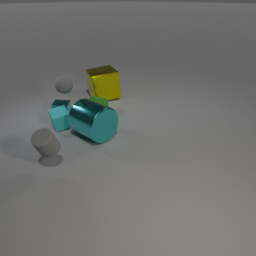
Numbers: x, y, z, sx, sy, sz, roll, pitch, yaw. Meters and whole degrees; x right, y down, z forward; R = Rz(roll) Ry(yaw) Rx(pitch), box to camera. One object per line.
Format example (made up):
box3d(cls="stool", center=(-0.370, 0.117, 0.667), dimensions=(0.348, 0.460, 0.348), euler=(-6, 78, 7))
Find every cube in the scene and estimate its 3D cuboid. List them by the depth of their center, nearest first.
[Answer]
box3d(cls="cube", center=(-2.784, -0.397, 11.513), dimensions=(0.700, 0.700, 0.700), euler=(-22, 45, -18))
box3d(cls="cube", center=(-2.971, -0.815, 12.522), dimensions=(0.700, 0.700, 0.700), euler=(2, 28, 1))
box3d(cls="cube", center=(-1.291, -2.312, 14.501), dimensions=(1.400, 1.400, 1.400), euler=(-15, 31, -15))

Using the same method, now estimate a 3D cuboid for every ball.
box3d(cls="ball", center=(-2.489, -1.673, 10.892), dimensions=(0.700, 0.700, 0.700), euler=(0, 28, 0))

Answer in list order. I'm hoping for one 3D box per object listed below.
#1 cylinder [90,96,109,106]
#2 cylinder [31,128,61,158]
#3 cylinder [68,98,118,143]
box3d(cls="cylinder", center=(-1.366, -1.063, 12.809), dimensions=(0.700, 0.700, 0.700), euler=(4, 19, -41))
box3d(cls="cylinder", center=(-2.564, 0.472, 8.765), dimensions=(0.700, 0.700, 0.700), euler=(-8, 51, 10))
box3d(cls="cylinder", center=(-1.331, -0.297, 10.789), dimensions=(1.400, 1.400, 1.400), euler=(24, 36, 37))
